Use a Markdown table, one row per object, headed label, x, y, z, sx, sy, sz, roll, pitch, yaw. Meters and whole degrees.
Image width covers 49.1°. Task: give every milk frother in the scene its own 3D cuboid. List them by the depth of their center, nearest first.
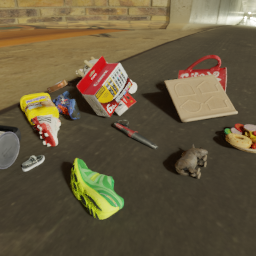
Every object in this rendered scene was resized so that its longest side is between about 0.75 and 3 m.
| label | x | y | z | sx | sy | sz | roll | pitch | yaw |
| --- | --- | --- | --- | --- | --- | --- | --- | --- | --- |
| milk frother | -4.736 | 0.051 | 9.171 | 1.952 | 2.075 | 1.873 | 8 | 46 | 16 |

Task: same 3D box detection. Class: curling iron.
| label | x | y | z | sx | sy | sz | roll | pitch | yaw |
| --- | --- | --- | --- | --- | --- | --- | --- | --- | --- |
| curling iron | 0.298 | 0.205 | 11.005 | 0.621 | 0.320 | 2.507 | -17 | 31 | -31 |

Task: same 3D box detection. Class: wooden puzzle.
| label | x | y | z | sx | sy | sz | roll | pitch | yaw |
| --- | --- | --- | --- | --- | --- | --- | --- | --- | --- |
| wooden puzzle | 3.295 | -1.351 | 13.107 | 2.624 | 0.656 | 2.833 | -9 | 50 | -10 |

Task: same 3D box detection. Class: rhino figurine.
| label | x | y | z | sx | sy | sz | roll | pitch | yaw |
| --- | --- | --- | --- | --- | --- | --- | --- | --- | --- |
| rhino figurine | 2.141 | 1.002 | 9.167 | 0.827 | 0.566 | 1.892 | 13 | 28 | 25 |

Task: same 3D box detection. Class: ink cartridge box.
| label | x | y | z | sx | sy | sz | roll | pitch | yaw |
| --- | --- | --- | --- | --- | --- | --- | --- | --- | --- |
| ink cartridge box | -0.973 | -1.858 | 12.320 | 0.863 | 1.807 | 2.059 | 10 | 57 | 42 |
| ink cartridge box | -0.318 | -1.245 | 13.081 | 1.020 | 0.259 | 1.157 | -41 | 46 | 1 |

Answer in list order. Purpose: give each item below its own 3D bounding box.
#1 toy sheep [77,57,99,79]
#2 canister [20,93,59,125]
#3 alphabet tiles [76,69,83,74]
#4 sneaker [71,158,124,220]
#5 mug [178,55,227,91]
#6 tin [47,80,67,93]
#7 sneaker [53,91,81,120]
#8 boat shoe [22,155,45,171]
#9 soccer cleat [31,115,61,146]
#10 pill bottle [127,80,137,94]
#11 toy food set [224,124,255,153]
| label | x | y | z | sx | sy | sz | roll | pitch | yaw |
| --- | --- | --- | --- | --- | --- | --- | --- | --- | --- |
| toy sheep | -1.700 | -2.996 | 15.689 | 1.957 | 1.957 | 2.839 | 5 | 26 | 10 |
| canister | -4.008 | -0.890 | 12.680 | 1.375 | 0.801 | 1.852 | -14 | 31 | -25 |
| alphabet tiles | -2.940 | -3.910 | 19.443 | 1.320 | 0.096 | 1.291 | 13 | 29 | 25 |
| sneaker | -0.923 | 1.640 | 7.778 | 0.962 | 0.853 | 2.302 | -4 | 30 | -35 |
| mug | 3.934 | -2.673 | 14.955 | 2.415 | 2.144 | 1.611 | 2 | 1 | 15 |
| tin | -2.409 | -1.408 | 9.487 | 0.594 | 0.222 | 1.061 | -38 | 18 | -20 |
| sneaker | -2.830 | -0.917 | 12.864 | 0.938 | 0.901 | 2.392 | -25 | 30 | -14 |
| boat shoe | -3.144 | 1.079 | 9.280 | 0.331 | 0.306 | 0.897 | 18 | 32 | 31 |
| soccer cleat | -3.034 | -0.004 | 10.929 | 1.009 | 0.813 | 2.369 | -20 | 28 | -26 |
| pill bottle | -0.168 | -2.401 | 15.659 | 0.794 | 0.794 | 1.388 | -20 | 33 | -34 |
| toy food set | 4.603 | 0.348 | 10.575 | 1.844 | 0.449 | 1.826 | 7 | 27 | 15 |
